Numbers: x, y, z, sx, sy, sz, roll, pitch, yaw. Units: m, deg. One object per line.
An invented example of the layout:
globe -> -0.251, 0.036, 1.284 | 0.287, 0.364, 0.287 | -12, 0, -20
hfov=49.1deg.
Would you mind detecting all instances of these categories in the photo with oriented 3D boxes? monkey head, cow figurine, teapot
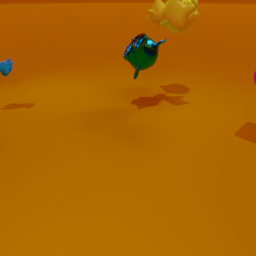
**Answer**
monkey head -> 0.500, -2.333, 8.671 | 1.020, 1.692, 1.218 | 38, 0, -15
cow figurine -> 1.215, -3.249, 8.015 | 1.284, 0.716, 1.305 | -32, 56, 19
teapot -> 1.629, -3.803, 9.118 | 0.983, 1.248, 2.007 | 12, -13, -29
cow figurine -> -4.191, -1.980, 8.692 | 1.031, 1.048, 0.575 | -11, 65, 15

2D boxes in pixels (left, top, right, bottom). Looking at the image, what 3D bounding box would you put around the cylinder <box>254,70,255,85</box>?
cylinder -> 3.595, -1.346, 6.305 | 1.072, 1.072, 1.072 | 26, 66, 41
